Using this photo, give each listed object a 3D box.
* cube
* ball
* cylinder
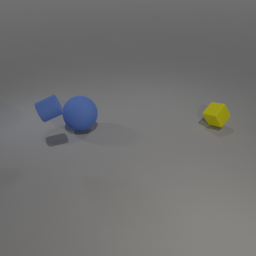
[{"bbox_3d":[3.641,-0.548,11.525,0.700,0.700,0.700,-48,32,-16],"label":"cube"},{"bbox_3d":[-1.917,-0.592,11.229,1.400,1.400,1.400,0,29,0],"label":"ball"},{"bbox_3d":[-2.591,-0.645,9.238,0.700,0.700,0.700,-25,33,-4],"label":"cylinder"}]
